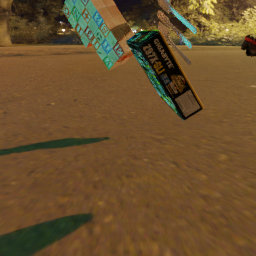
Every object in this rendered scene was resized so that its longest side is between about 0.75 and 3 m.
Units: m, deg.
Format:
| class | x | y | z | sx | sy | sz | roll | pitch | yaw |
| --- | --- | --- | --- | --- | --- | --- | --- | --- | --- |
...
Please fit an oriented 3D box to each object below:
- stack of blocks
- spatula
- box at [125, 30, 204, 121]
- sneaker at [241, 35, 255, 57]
| class | x | y | z | sx | sy | sz | roll | pitch | yaw |
| --- | --- | --- | --- | --- | --- | --- | --- | --- | --- |
| stack of blocks | -0.802 | -2.883 | 7.991 | 0.686 | 2.341 | 1.348 | -34 | 1 | -33 |
| spatula | 1.253 | -2.619 | 7.482 | 0.158 | 1.367 | 1.966 | -21 | 54 | -14 |
| box | 0.485 | -0.872 | 4.251 | 0.372 | 1.203 | 1.506 | -35 | 18 | 6 |
| sneaker | 3.708 | -2.231 | 8.064 | 1.053 | 0.515 | 0.372 | 24 | 26 | -13 |
